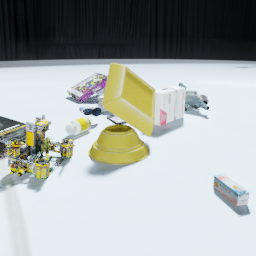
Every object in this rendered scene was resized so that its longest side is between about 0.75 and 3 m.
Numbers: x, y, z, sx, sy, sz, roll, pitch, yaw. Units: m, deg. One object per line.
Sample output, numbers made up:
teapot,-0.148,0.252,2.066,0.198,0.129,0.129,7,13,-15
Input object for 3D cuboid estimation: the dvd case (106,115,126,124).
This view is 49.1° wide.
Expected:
dvd case,-0.323,-0.400,12.135,0.866,0.093,1.165,-8,20,-24

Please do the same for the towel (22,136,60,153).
towel,-3.152,0.491,9.225,1.534,0.179,1.170,9,19,29

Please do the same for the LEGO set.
LEGO set,-2.349,0.375,7.610,1.550,1.168,2.016,16,22,19

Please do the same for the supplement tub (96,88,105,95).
supplement tub,-1.585,-2.532,17.623,0.821,0.821,1.132,7,18,20

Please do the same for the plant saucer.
plant saucer,0.228,-1.057,9.315,0.507,2.091,2.090,-33,37,37

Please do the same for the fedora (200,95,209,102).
fedora,4.158,-1.676,15.732,0.760,0.343,0.672,16,23,40

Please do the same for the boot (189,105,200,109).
boot,3.713,-1.204,14.400,0.865,0.278,0.806,-7,19,-28

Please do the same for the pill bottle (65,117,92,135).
pill bottle,-1.832,-0.065,10.337,0.541,0.541,0.973,10,20,29

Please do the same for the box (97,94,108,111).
box,-0.622,-1.445,14.446,1.312,0.676,2.249,4,18,12

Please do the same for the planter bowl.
planter bowl,-0.281,0.369,8.586,1.894,0.789,1.894,1,17,0

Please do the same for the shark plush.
shark plush,3.095,-1.190,13.809,1.076,1.174,2.584,-44,44,-7

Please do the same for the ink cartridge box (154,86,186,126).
ink cartridge box,1.627,-0.991,11.910,0.782,1.343,1.855,15,23,39

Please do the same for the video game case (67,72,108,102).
video game case,-2.275,-2.464,16.548,2.272,0.407,2.059,-35,33,-18

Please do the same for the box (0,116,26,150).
box,-4.614,0.308,8.825,1.840,0.568,2.304,12,27,39

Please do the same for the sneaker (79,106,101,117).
sneaker,-1.520,-0.722,11.411,0.425,0.417,1.102,25,10,34

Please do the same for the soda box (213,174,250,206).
soda box,2.272,1.360,6.233,0.288,0.310,0.906,-5,18,-17
